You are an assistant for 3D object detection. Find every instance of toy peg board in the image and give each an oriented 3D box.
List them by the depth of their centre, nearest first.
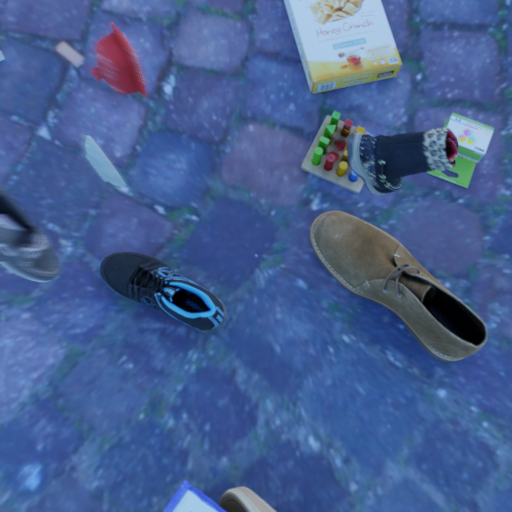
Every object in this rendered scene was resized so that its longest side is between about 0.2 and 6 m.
[{"bbox_3d":[1.659,-2.012,10.537,1.213,0.596,1.218,25,78,6],"label":"toy peg board"}]

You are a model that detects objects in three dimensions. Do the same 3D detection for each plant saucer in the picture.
[{"bbox_3d":[-1.864,-1.097,6.755,0.184,0.731,0.731,-38,79,-8],"label":"plant saucer"}]

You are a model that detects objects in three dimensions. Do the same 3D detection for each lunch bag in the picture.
[{"bbox_3d":[-0.883,5.125,7.965,2.537,1.901,2.983,35,94,8],"label":"lunch bag"}]

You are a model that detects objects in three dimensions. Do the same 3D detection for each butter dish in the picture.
[{"bbox_3d":[-2.379,-3.156,9.362,0.745,1.006,1.008,-27,64,-10],"label":"butter dish"}]

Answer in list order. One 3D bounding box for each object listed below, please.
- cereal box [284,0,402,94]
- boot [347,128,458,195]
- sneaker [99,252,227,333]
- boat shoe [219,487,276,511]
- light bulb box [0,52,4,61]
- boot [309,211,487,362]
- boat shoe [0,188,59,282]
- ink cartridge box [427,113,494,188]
[{"bbox_3d":[1.669,-4.616,11.237,1.815,0.499,2.523,-14,76,-3],"label":"cereal box"},{"bbox_3d":[2.190,-1.298,7.947,1.346,1.782,0.643,1,80,31],"label":"boot"},{"bbox_3d":[-1.629,0.508,9.689,2.446,1.002,0.895,23,77,6],"label":"sneaker"},{"bbox_3d":[0.590,4.701,8.728,2.923,1.042,0.943,49,42,7],"label":"boat shoe"},{"bbox_3d":[-5.633,-4.177,11.119,0.841,0.525,0.834,-29,77,-8],"label":"light bulb box"},{"bbox_3d":[2.432,0.347,9.572,3.555,1.341,1.309,41,81,11],"label":"boot"},{"bbox_3d":[-3.377,-0.366,7.628,0.566,1.985,0.664,-15,38,35],"label":"boat shoe"},{"bbox_3d":[3.868,-1.988,10.612,0.850,0.436,1.151,22,76,6],"label":"ink cartridge box"}]
